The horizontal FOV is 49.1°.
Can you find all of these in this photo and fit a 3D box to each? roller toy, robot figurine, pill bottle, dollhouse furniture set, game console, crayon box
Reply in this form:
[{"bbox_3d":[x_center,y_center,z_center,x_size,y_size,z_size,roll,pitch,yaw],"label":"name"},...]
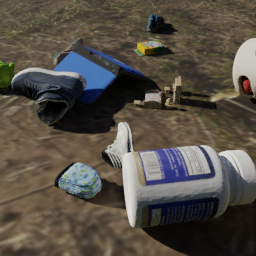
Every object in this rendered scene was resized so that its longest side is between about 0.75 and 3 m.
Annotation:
[{"bbox_3d":[4.505,-1.878,9.056,1.943,2.130,1.488,-6,16,-39],"label":"roller toy"},{"bbox_3d":[-4.893,-2.045,10.371,1.592,0.921,1.396,26,46,29],"label":"robot figurine"},{"bbox_3d":[1.219,1.148,5.833,2.528,1.513,1.513,-5,39,-6],"label":"pill bottle"},{"bbox_3d":[1.033,-1.332,9.604,1.525,0.744,1.300,5,38,5],"label":"dollhouse furniture set"},{"bbox_3d":[-1.209,-1.992,10.805,2.784,1.647,2.376,35,19,34],"label":"game console"},{"bbox_3d":[0.972,-3.707,12.958,1.229,0.317,0.773,-16,41,-18],"label":"crayon box"}]

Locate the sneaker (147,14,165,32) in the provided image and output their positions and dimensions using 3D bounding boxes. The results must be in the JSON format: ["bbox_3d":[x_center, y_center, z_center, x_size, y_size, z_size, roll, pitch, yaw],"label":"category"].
[{"bbox_3d":[1.575,-5.865,15.336,0.681,0.762,1.861,13,40,17],"label":"sneaker"}]

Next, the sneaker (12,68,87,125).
[{"bbox_3d":[-2.888,-1.047,9.036,2.681,1.019,1.937,2,43,14],"label":"sneaker"}]

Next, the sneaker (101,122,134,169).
[{"bbox_3d":[-0.290,0.395,7.047,0.783,0.513,1.360,3,54,-19],"label":"sneaker"}]

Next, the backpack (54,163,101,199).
[{"bbox_3d":[-1.083,1.217,6.499,0.976,0.750,0.796,32,42,17],"label":"backpack"}]

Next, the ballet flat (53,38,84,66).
[{"bbox_3d":[-2.325,-3.148,12.066,0.753,0.762,2.239,30,49,3],"label":"ballet flat"}]
